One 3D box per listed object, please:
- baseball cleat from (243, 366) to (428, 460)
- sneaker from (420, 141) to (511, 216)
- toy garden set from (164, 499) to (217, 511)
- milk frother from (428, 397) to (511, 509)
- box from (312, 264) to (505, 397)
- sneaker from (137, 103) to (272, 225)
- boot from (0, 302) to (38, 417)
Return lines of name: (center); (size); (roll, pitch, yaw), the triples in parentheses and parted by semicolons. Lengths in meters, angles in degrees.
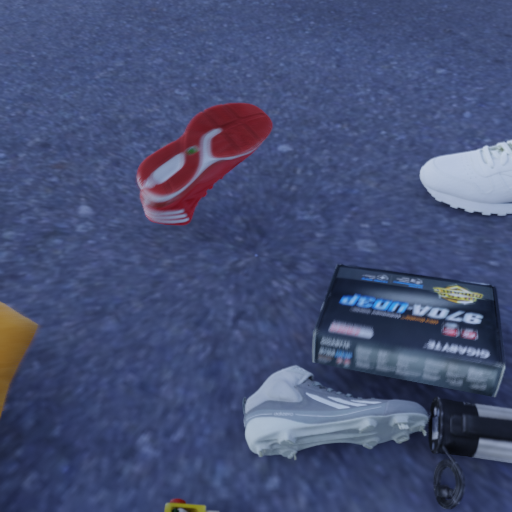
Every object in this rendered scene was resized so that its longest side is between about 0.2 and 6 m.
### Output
baseball cleat: (0.895, 1.732, 6.602); (2.114, 0.737, 1.125); (-5, 44, -6)
sneaker: (4.563, -1.498, 9.501); (3.408, 1.372, 1.302); (4, 46, 6)
toy garden set: (-0.318, 3.068, 5.522); (1.549, 0.309, 1.291); (1, 44, 1)
milk frother: (2.498, 2.215, 6.211); (1.031, 0.989, 1.096); (6, 87, 7)
box: (1.962, 0.862, 7.266); (2.198, 0.506, 1.747); (9, 31, 15)
sneaker: (-0.890, -1.435, 9.080); (2.519, 1.455, 0.987); (-33, 77, -25)
boot: (-3.063, 1.595, 6.087); (2.879, 1.013, 2.061); (27, 75, 35)
